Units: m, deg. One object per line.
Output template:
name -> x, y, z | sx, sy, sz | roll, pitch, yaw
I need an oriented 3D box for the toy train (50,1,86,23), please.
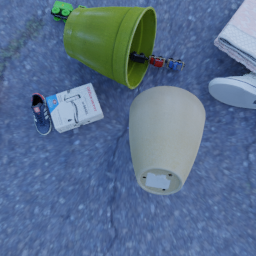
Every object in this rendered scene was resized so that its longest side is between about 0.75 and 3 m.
toy train -> -1.410, -3.646, 9.171 | 2.254, 0.470, 0.636 | 14, 66, 2

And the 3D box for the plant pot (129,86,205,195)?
plant pot -> 0.880, 0.453, 6.997 | 2.080, 2.080, 2.221 | 11, 46, 2

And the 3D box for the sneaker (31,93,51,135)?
sneaker -> -2.663, -0.439, 8.405 | 0.488, 0.550, 1.301 | -16, 79, -4

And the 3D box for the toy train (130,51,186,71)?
toy train -> 0.927, -2.083, 8.754 | 1.784, 0.304, 0.408 | 10, 35, -2

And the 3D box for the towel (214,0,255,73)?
towel -> 4.339, -2.628, 8.563 | 2.832, 0.457, 2.705 | 37, 61, 6

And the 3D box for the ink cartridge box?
ink cartridge box -> -1.575, -0.605, 8.410 | 1.433, 0.604, 1.046 | -20, 78, -4

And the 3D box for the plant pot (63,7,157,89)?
plant pot -> -0.582, -2.528, 8.186 | 2.200, 2.285, 2.285 | 18, 78, 15

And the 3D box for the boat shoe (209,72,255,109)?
boat shoe -> 3.757, -1.202, 8.443 | 2.662, 0.944, 0.930 | 11, 62, 2
